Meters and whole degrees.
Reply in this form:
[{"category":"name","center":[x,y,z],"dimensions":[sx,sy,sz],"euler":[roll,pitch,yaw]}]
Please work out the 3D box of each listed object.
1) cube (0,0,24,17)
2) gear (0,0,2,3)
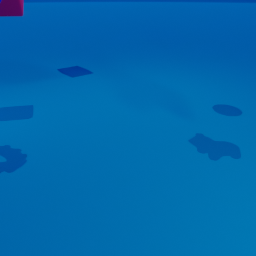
[{"category":"cube","center":[-2.516,-2.751,5.264],"dimensions":[0.902,0.902,0.902],"euler":[-5,57,-11]},{"category":"gear","center":[-2.052,-1.775,2.973],"dimensions":[1.384,0.256,1.384],"euler":[24,-4,2]}]
